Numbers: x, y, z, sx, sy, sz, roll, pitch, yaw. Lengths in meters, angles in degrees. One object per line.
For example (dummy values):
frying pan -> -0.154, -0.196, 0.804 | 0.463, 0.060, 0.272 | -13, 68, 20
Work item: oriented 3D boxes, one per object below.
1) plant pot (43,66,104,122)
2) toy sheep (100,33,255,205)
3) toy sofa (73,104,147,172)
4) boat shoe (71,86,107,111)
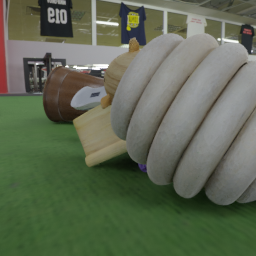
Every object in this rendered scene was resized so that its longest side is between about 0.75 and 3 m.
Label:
plant pot -> -1.499, -0.991, 9.504 | 1.949, 1.969, 1.969 | 12, 12, 16
toy sheep -> 0.900, -0.073, 3.288 | 2.910, 2.007, 2.007 | 29, 20, 20
toy sofa -> 0.306, 0.096, 5.334 | 1.074, 1.266, 2.594 | -24, -4, 30
boat shoe -> -0.615, -0.572, 5.989 | 1.610, 0.579, 0.529 | -5, -36, 44
